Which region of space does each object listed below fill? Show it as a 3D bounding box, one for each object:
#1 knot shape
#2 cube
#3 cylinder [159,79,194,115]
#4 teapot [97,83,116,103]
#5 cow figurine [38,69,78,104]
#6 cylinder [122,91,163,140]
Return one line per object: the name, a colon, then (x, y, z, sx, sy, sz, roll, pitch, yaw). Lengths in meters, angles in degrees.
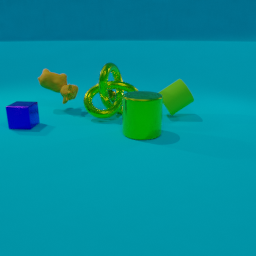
knot shape: (-0.547, -1.295, 9.489, 1.938, 1.813, 0.895, -8, 11, -24)
cube: (-3.270, -0.405, 8.753, 0.720, 0.720, 0.720, 2, 19, 6)
cylinder: (1.651, -1.065, 9.687, 0.927, 0.927, 0.927, -33, 19, 6)
teapot: (-0.796, -1.395, 11.431, 1.253, 0.614, 0.779, 26, 4, -14)
cow figurine: (-2.558, -1.532, 10.205, 1.460, 0.801, 1.437, 16, 26, -20)
cylinder: (0.407, -0.386, 8.027, 1.149, 1.149, 1.149, 0, 19, 0)
